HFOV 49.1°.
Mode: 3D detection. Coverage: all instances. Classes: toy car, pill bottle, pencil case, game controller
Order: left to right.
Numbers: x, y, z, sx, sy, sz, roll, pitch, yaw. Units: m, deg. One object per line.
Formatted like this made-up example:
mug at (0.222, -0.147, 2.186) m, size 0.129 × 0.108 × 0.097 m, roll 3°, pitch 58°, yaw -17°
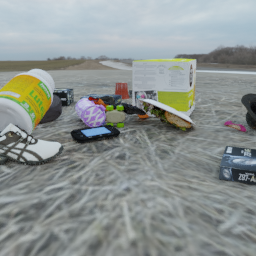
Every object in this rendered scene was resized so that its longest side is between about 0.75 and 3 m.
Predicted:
pill bottle at (-3.273, -0.848, 8.853) m, size 1.467 × 1.467 × 2.642 m, roll 2°, pitch 35°, yaw 7°
pencil case at (-1.588, -0.694, 11.587) m, size 0.959 × 0.977 × 2.286 m, roll 34°, pitch -1°, yaw -25°
game controller at (-1.107, 0.182, 9.648) m, size 1.657 × 0.349 × 0.864 m, roll -11°, pitch 18°, yaw -32°
toy car at (-0.499, -0.534, 11.388) m, size 0.810 × 0.843 × 1.026 m, roll 0°, pitch 13°, yaw 1°

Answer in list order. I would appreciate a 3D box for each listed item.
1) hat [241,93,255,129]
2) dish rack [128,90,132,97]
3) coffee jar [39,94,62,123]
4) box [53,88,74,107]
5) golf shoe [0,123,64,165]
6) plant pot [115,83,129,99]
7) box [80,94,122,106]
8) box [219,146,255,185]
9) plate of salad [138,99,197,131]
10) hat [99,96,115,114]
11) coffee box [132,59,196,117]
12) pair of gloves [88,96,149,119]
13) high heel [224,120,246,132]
hat at (5.003, -0.450, 10.749) m, size 2.036 × 0.821 × 2.036 m, roll 14°, pitch 42°, yaw -13°
dish rack at (0.246, -2.331, 19.096) m, size 0.922 × 0.328 × 1.201 m, roll 8°, pitch 17°, yaw 29°
coffee jar at (-4.282, -1.002, 12.399) m, size 2.822 × 1.204 × 1.472 m, roll 11°, pitch 19°, yaw 35°
box at (-4.031, -1.771, 16.032) m, size 1.538 × 0.809 × 1.878 m, roll 1°, pitch 15°, yaw 0°
golf shoe at (-2.850, 0.402, 7.479) m, size 2.196 × 1.038 × 0.854 m, roll -2°, pitch 19°, yaw -10°
plant pot at (-0.414, -2.412, 18.108) m, size 1.010 × 0.982 × 1.010 m, roll 0°, pitch 15°, yaw 0°
box at (-1.501, -1.583, 15.901) m, size 2.010 × 0.513 × 1.585 m, roll 4°, pitch 14°, yaw 13°
box at (3.004, 0.908, 6.925) m, size 1.290 × 0.350 × 1.610 m, roll 7°, pitch 16°, yaw 23°
plate of salad at (1.472, -0.493, 10.931) m, size 2.491 × 0.598 × 2.491 m, roll 24°, pitch 3°, yaw -1°
hat at (-1.131, -1.220, 14.113) m, size 1.891 × 0.763 × 1.891 m, roll 0°, pitch 14°, yaw 0°
coffee box at (1.806, -1.998, 13.448) m, size 2.578 × 2.549 × 2.574 m, roll 5°, pitch 16°, yaw 19°
pair of gloves at (-0.352, -0.811, 12.006) m, size 2.322 × 0.287 × 2.068 m, roll 10°, pitch -8°, yaw 26°
high heel at (4.022, -0.031, 10.523) m, size 0.790 × 0.266 × 0.379 m, roll 37°, pitch 51°, yaw 25°
